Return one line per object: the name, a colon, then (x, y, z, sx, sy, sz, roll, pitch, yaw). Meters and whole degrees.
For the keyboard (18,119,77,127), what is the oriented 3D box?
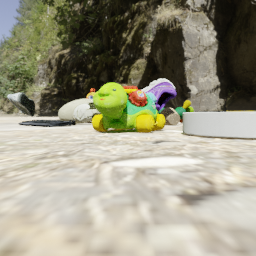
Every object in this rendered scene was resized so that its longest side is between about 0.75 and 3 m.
keyboard: (-2.440, -0.171, 8.793, 1.317, 0.213, 2.073, -3, 4, -44)

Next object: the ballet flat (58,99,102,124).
ballet flat: (-1.140, -0.624, 9.802, 2.526, 0.878, 0.878, -11, 6, -16)

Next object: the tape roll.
tape roll: (1.969, -0.079, 4.716, 2.104, 0.384, 2.104, 0, 2, 0)

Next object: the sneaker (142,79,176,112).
sneaker: (0.550, -0.723, 8.524, 2.017, 0.841, 0.813, -35, -42, 6)

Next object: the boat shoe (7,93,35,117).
boat shoe: (-3.428, -0.756, 9.181, 0.447, 0.514, 1.393, 5, -15, 5)

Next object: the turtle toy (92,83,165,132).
turtle toy: (-0.056, -0.393, 5.621, 1.331, 0.923, 1.826, 1, 3, 25)

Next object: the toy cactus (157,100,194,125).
toy cactus: (1.303, -0.592, 9.748, 2.508, 1.283, 2.070, 8, 10, -14)

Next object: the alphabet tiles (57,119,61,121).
alphabet tiles: (-1.819, -0.641, 12.810, 2.933, 0.111, 2.452, -12, 4, 13)

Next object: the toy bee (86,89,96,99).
toy bee: (-1.094, -0.994, 10.892, 2.522, 1.371, 1.651, 22, -45, -25)
